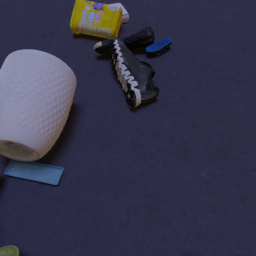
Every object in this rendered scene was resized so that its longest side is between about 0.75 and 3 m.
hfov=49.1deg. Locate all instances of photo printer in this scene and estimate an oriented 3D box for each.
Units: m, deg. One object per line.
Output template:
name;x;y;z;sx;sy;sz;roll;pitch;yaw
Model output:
photo printer;-0.713;-4.616;11.417;1.240;0.430;1.031;-17;54;-14

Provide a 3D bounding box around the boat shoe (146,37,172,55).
boat shoe;1.148;-2.866;10.115;1.123;0.385;0.473;-24;64;-16

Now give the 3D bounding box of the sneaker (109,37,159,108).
sneaker;0.214;-1.846;8.959;1.187;0.872;2.624;-12;64;-19

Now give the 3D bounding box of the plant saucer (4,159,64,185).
plant saucer;-2.388;1.124;7.168;1.437;0.136;0.502;9;53;8

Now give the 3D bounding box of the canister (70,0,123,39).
canister;-1.171;-4.097;10.598;1.721;0.745;1.278;13;87;7

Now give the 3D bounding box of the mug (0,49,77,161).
mug;-2.841;-0.396;7.392;2.705;1.997;2.372;-12;55;29

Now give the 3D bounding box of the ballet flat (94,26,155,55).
ballet flat;-0.137;-3.068;9.934;2.229;0.741;0.633;-15;80;-8

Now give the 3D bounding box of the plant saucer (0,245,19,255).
plant saucer;-2.758;2.968;4.995;1.962;1.962;0.305;-35;104;-24
